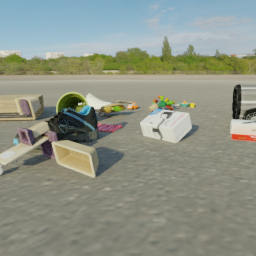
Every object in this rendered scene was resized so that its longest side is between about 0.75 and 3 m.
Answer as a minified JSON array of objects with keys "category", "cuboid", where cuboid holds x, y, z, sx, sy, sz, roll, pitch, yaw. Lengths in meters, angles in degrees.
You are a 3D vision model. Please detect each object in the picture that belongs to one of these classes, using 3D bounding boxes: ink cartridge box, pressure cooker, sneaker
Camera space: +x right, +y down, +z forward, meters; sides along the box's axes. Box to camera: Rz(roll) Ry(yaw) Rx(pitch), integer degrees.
[{"category":"ink cartridge box","cuboid":[1.228,-0.101,9.078,1.338,0.560,0.971,12,41,43]},{"category":"ink cartridge box","cuboid":[4.421,0.094,9.276,1.935,0.421,1.680,4,12,19]},{"category":"pressure cooker","cuboid":[5.320,-1.037,11.534,1.842,1.646,1.620,2,9,12]},{"category":"sneaker","cuboid":[-1.849,-1.489,15.505,2.010,0.851,0.732,3,11,5]},{"category":"sneaker","cuboid":[-2.065,-0.045,8.284,0.987,1.104,2.695,12,18,43]},{"category":"ink cartridge box","cuboid":[-5.117,-0.988,12.946,2.049,0.934,2.487,-3,13,-7]}]

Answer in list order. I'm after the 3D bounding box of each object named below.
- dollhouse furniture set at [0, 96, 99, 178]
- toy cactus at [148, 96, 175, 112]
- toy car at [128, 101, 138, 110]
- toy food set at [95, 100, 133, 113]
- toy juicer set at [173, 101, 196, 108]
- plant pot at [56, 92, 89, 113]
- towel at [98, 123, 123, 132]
[{"category":"dollhouse furniture set","cuboid":[-1.853,0.424,5.875,2.139,1.695,1.518,12,33,35]},{"category":"toy cactus","cuboid":[1.645,-1.169,14.727,1.348,0.835,1.633,-29,28,-27]},{"category":"toy car","cuboid":[0.113,-1.312,15.683,0.610,0.414,1.244,-5,14,-23]},{"category":"toy food set","cuboid":[-0.762,-0.831,13.016,1.859,0.373,1.283,-14,-10,36]},{"category":"toy juicer set","cuboid":[3.351,-1.419,16.341,1.241,0.338,0.790,6,14,27]},{"category":"plant pot","cuboid":[-2.128,-0.775,11.690,1.329,1.329,1.262,1,1,7]},{"category":"towel","cuboid":[-0.914,-0.028,10.474,1.212,0.136,0.876,5,14,23]}]
